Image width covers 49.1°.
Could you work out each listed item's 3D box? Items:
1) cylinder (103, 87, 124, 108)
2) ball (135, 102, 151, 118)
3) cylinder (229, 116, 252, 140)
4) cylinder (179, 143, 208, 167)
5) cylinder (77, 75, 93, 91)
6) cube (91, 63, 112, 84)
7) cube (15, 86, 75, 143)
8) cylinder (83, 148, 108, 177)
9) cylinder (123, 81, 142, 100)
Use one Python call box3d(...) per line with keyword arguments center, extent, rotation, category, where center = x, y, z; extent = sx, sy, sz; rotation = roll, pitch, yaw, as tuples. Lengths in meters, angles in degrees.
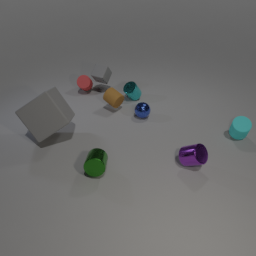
box3d(center=(-0.648, -1.361, 12.637), extent=(0.700, 0.700, 0.700), rotation=(39, 46, 21), category="cylinder")
box3d(center=(0.637, -0.784, 12.280), extent=(0.700, 0.700, 0.700), rotation=(0, 33, 0), category="ball")
box3d(center=(4.319, 0.001, 10.791), extent=(0.700, 0.700, 0.700), rotation=(-3, 62, 6), category="cylinder")
box3d(center=(2.170, 0.904, 9.313), extent=(0.700, 0.700, 0.700), rotation=(-31, 9, -39), category="cylinder")
box3d(center=(-2.205, -2.305, 14.343), extent=(0.700, 0.700, 0.700), rotation=(2, -1, 3), category="cylinder")
box3d(center=(-1.327, -2.727, 14.115), extent=(0.700, 0.700, 0.700), rotation=(17, 78, 21), category="cube")
box3d(center=(-3.052, -0.550, 10.557), extent=(1.400, 1.400, 1.400), rotation=(-32, 14, 7), category="cube")
box3d(center=(-1.041, 1.119, 9.139), extent=(0.700, 0.700, 0.700), rotation=(2, 24, 3), category="cylinder")
box3d(center=(0.217, -1.806, 13.675), extent=(0.700, 0.700, 0.700), rotation=(-11, 63, 22), category="cylinder")
